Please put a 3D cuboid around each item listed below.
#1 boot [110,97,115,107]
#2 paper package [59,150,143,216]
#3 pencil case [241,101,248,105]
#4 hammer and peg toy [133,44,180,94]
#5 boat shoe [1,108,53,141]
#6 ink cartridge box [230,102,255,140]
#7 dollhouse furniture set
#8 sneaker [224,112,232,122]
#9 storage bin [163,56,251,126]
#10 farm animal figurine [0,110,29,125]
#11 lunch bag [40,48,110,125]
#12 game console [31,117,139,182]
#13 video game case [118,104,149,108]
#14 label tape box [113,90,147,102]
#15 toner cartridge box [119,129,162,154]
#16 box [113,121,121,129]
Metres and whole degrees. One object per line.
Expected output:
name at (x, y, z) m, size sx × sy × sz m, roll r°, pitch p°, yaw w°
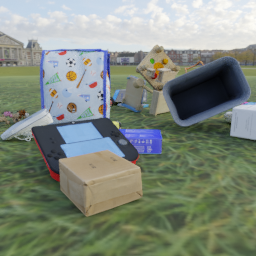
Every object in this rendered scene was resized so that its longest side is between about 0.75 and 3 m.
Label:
boot at (-1.973, -1.412, 14.376) m, size 2.414 × 0.874 × 1.741 m, roll 13°, pitch 16°, yaw 16°
paper package at (-0.522, 0.921, 5.047) m, size 1.162 × 0.631 × 1.219 m, roll -9°, pitch 15°, yaw -33°
pencil case at (5.697, -0.944, 13.090) m, size 0.514 × 0.498 × 1.097 m, roll -10°, pitch 16°, yaw 3°
hammer and peg toy at (1.258, -2.470, 13.215) m, size 2.517 × 1.851 × 0.887 m, roll -54°, pitch 21°, yaw -21°
boat shoe at (-3.067, 0.075, 8.704) m, size 1.657 × 0.706 × 0.612 m, roll -30°, pitch 22°, yaw -1°
ink cartridge box at (4.679, -0.161, 8.771) m, size 2.326 × 0.979 × 1.682 m, roll 11°, pitch 17°, yaw 38°
dollhouse furniture set at (1.030, -1.935, 13.409) m, size 2.400 × 2.266 × 1.566 m, roll 26°, pitch 27°, yaw 37°
sneaker at (4.669, -0.553, 10.492) m, size 0.804 × 0.945 × 2.135 m, roll -15°, pitch 20°, yaw -43°
storage bin at (2.674, -1.307, 10.296) m, size 2.702 × 1.967 × 1.815 m, roll -23°, pitch -5°, yaw 6°
farm animal figurine at (-4.403, -0.368, 10.781) m, size 1.025 × 0.535 × 1.014 m, roll -9°, pitch 2°, yaw -7°
lunch bag at (-1.805, -1.399, 10.038) m, size 2.377 × 2.796 × 1.731 m, roll -1°, pitch 14°, yaw 1°
game console at (-0.969, 0.375, 6.469) m, size 2.088 × 0.324 × 1.847 m, roll -8°, pitch 42°, yaw -32°
video game case at (0.270, -1.213, 15.007) m, size 1.367 × 0.122 × 0.978 m, roll 11°, pitch 16°, yaw 38°
label tape box at (-0.193, -1.842, 16.059) m, size 2.279 × 0.721 × 1.644 m, roll -2°, pitch 8°, yaw -9°
toner cartridge box at (-0.126, 0.352, 7.784) m, size 2.076 × 0.448 × 0.986 m, roll 1°, pitch 13°, yaw 3°
box at (-0.897, 0.127, 8.614) m, size 1.396 × 0.526 × 0.350 m, roll -8°, pitch 14°, yaw -27°
